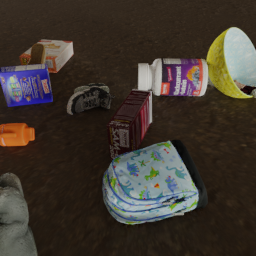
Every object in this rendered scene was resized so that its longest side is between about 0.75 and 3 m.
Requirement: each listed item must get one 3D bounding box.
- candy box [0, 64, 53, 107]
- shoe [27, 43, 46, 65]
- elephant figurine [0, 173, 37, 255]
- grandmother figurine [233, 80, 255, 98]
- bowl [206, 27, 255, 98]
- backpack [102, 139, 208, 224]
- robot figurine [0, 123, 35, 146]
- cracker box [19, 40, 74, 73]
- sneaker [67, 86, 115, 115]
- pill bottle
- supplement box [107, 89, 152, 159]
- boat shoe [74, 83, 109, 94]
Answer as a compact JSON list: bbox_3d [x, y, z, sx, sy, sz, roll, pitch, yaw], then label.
[{"bbox_3d":[-3.852,-1.643,10.728,1.708,1.444,0.658,-7,38,-11],"label":"candy box"},{"bbox_3d":[-4.087,-2.575,12.341,0.890,0.679,2.544,7,63,2],"label":"shoe"},{"bbox_3d":[-3.307,2.097,5.011,2.926,2.070,2.270,-12,22,-27],"label":"elephant figurine"},{"bbox_3d":[4.663,-1.523,11.025,0.940,0.469,1.550,-18,31,-16],"label":"grandmother figurine"},{"bbox_3d":[4.016,-2.431,11.383,1.518,2.821,2.821,-15,16,48],"label":"bowl"},{"bbox_3d":[0.510,1.268,6.553,2.282,1.754,1.861,-18,60,-4],"label":"backpack"},{"bbox_3d":[-3.564,0.214,8.726,1.222,0.713,0.879,-2,38,-4],"label":"robot figurine"},{"bbox_3d":[-4.062,-3.737,14.328,1.782,0.768,2.661,5,34,7],"label":"cracker box"},{"bbox_3d":[-1.304,-0.979,10.384,1.102,0.731,1.937,18,36,27],"label":"sneaker"},{"bbox_3d":[1.728,-2.027,11.232,2.627,1.464,1.464,1,35,2],"label":"pill bottle"},{"bbox_3d":[0.122,-0.146,8.720,0.703,1.256,2.309,8,35,17],"label":"supplement box"},{"bbox_3d":[-1.513,-1.543,11.430,1.465,0.554,0.442,-3,34,-26],"label":"boat shoe"}]
